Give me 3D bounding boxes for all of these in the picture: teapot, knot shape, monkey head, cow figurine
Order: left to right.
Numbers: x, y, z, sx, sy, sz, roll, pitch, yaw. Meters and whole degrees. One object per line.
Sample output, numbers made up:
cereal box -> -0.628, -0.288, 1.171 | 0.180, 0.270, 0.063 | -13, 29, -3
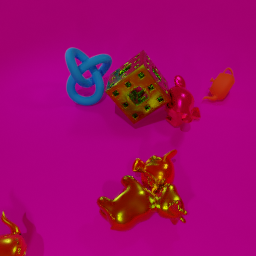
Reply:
teapot -> -2.497, 2.525, 5.400 | 0.896, 1.138, 1.831 | 21, 52, -14
knot shape -> -1.428, -1.862, 9.285 | 0.897, 1.816, 1.941 | 20, 74, 41
cow figurine -> 0.362, 1.836, 6.384 | 1.726, 0.947, 1.698 | -36, 51, -28
monkey head -> 0.660, 1.103, 6.969 | 0.867, 1.035, 1.439 | 15, 80, 43
monkey head -> 1.774, -0.707, 8.740 | 1.325, 1.110, 1.842 | 3, 56, -10
teapot -> 3.140, -1.443, 9.628 | 0.744, 0.945, 1.520 | 34, 83, 13

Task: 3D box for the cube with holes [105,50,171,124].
cube with holes -> 0.321, -1.245, 8.459 | 1.341, 1.341, 1.341 | -32, 25, 21
